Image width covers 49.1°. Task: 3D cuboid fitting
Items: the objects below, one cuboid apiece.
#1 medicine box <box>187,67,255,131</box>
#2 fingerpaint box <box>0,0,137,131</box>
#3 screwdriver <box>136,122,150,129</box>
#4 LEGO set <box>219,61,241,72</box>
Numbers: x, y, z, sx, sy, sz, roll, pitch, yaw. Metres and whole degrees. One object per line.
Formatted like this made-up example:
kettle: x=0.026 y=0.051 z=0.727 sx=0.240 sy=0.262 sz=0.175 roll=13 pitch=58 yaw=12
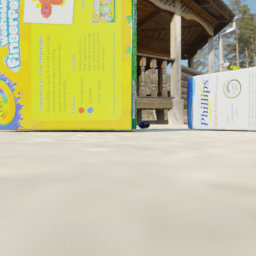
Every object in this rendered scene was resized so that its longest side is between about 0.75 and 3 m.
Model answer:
medicine box: x=2.311 y=-0.446 z=4.948 sx=1.727 sy=0.976 sz=1.896 roll=-1 pitch=1 yaw=-40
fingerpaint box: x=-0.991 y=-1.295 z=4.472 sx=2.244 sy=2.690 sz=0.987 roll=-1 pitch=0 yaw=6
screwdriver: x=0.211 y=-0.091 z=6.983 sx=0.196 sy=0.204 sz=1.403 roll=-1 pitch=-4 yaw=28
LEGO set: x=4.414 y=-2.074 z=11.550 sx=1.767 sy=0.674 sz=0.725 roll=38 pitch=-10 yaw=43
